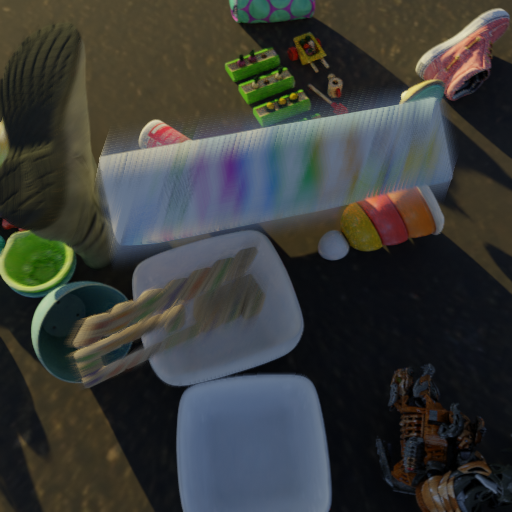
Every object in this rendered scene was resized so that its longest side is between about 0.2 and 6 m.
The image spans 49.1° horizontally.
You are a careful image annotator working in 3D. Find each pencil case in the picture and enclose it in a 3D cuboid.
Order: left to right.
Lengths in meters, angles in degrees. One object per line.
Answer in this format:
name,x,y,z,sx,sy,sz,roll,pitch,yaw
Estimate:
pencil case,0.339,-5.471,12.021,1.787,0.826,0.760,-6,57,-5

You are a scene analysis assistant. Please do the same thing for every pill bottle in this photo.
pill bottle,-1.511,-1.935,10.239,1.166,0.654,0.654,34,67,16

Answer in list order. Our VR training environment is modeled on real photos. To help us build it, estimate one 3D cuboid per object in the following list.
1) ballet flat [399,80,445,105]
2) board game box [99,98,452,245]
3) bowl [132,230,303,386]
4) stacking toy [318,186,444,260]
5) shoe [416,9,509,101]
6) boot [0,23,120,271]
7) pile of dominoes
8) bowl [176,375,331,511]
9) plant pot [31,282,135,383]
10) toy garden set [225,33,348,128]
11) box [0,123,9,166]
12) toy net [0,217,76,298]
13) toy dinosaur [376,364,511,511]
ballet flat,2.614,-2.448,9.560,0.628,1.777,0.628,5,59,-8
board game box,-0.042,-0.842,7.383,3.194,4.751,0.813,-12,93,-7
bowl,-0.599,0.834,8.498,2.304,0.861,2.307,-16,52,-8
stacking toy,1.922,-0.567,9.367,2.020,1.476,1.476,-31,65,5
shoe,4.435,-4.015,11.293,2.310,0.825,1.051,-34,68,-11
boot,-2.879,-1.608,8.771,1.156,2.230,3.414,-4,73,14
pile of dominoes,-0.958,0.853,6.522,2.288,1.783,0.364,-24,66,-20
bowl,-0.059,2.716,7.687,1.992,0.744,1.989,-4,65,-4
plant pot,-2.708,1.020,8.379,0.995,1.478,1.478,18,58,47
toy garden set,0.787,-3.425,11.121,2.026,0.485,2.430,-24,65,-12
box,-4.004,-1.699,8.761,0.562,1.108,0.623,49,116,39
toy net,-4.804,-0.180,9.247,3.870,0.747,2.030,-1,63,0
toy dinosaur,2.830,2.992,7.442,2.165,1.630,3.190,-16,81,7
